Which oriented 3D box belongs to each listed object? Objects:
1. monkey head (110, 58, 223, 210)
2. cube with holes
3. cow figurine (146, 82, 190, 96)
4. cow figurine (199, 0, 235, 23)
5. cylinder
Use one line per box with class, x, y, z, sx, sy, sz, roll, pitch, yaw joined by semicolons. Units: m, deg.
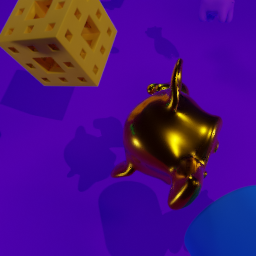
monkey head;0.445;0.232;3.494;1.195;1.983;1.426;31;31;2
cube with holes;-1.099;-1.524;4.660;1.193;1.193;1.193;5;67;27
cow figurine;0.938;-0.230;4.828;1.232;0.687;1.252;-4;100;-22
cow figurine;1.987;-3.058;6.537;0.618;1.107;1.125;-16;28;-39
cylinder;1.536;1.577;3.218;1.315;1.315;1.315;-21;43;-9
